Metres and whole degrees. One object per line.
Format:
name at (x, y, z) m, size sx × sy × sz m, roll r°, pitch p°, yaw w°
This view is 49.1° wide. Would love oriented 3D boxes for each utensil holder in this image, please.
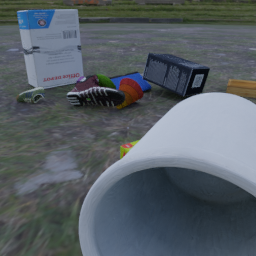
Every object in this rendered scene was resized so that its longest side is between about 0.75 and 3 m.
utensil holder at (0.841, 0.712, 3.192) m, size 1.942 × 1.942 × 2.286 m, roll 9°, pitch 23°, yaw 19°

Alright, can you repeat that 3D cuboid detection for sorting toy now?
sorting toy at (-0.814, -1.092, 8.970) m, size 2.597 × 0.900 × 0.894 m, roll 13°, pitch 55°, yaw 31°

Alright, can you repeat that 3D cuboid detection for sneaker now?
sneaker at (-0.884, -1.233, 8.429) m, size 1.858 × 0.703 × 1.073 m, roll 2°, pitch 52°, yaw 19°
sneaker at (-3.061, -0.955, 8.848) m, size 0.942 × 0.316 × 0.423 m, roll -23°, pitch 66°, yaw -1°

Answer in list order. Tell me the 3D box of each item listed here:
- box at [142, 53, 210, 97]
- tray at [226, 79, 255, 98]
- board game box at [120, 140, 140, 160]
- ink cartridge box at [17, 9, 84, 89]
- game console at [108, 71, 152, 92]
box at (1.623, -1.862, 9.573) m, size 1.767 × 0.946 × 1.311 m, roll 30°, pitch 29°, yaw 32°
tray at (4.512, -1.336, 9.668) m, size 2.042 × 0.378 × 1.007 m, roll 9°, pitch 25°, yaw 21°
board game box at (0.929, 0.479, 5.455) m, size 1.952 × 0.465 × 0.992 m, roll -16°, pitch 28°, yaw -31°
ink cartridge box at (-2.862, -3.024, 10.596) m, size 1.960 × 2.677 × 1.150 m, roll -18°, pitch 28°, yaw -35°
game console at (-0.204, -1.453, 10.195) m, size 1.593 × 0.943 × 1.360 m, roll -22°, pitch 63°, yaw -39°
